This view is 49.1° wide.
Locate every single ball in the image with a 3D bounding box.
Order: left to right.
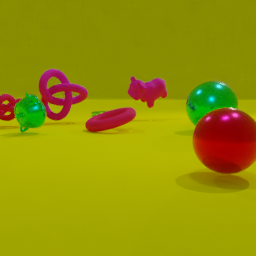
[{"bbox_3d":[2.128,-0.549,7.148,1.283,1.283,1.283,0,6,0],"label":"ball"},{"bbox_3d":[1.078,0.139,3.080,0.727,0.727,0.727,0,6,0],"label":"ball"}]

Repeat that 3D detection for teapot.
[{"bbox_3d":[-2.394,-0.387,6.746,0.819,1.317,0.645,43,39,19],"label":"teapot"}]

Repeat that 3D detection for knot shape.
[{"bbox_3d":[-3.607,-0.560,8.269,1.176,0.581,1.256,-20,-6,35],"label":"knot shape"},{"bbox_3d":[-2.333,-1.201,9.397,1.711,1.601,0.790,-30,32,1],"label":"knot shape"}]

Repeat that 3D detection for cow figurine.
[{"bbox_3d":[0.761,-1.499,10.599,1.599,1.574,0.878,-35,54,-14],"label":"cow figurine"}]

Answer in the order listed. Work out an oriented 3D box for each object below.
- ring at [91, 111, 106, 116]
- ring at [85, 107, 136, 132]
[{"bbox_3d":[-1.178,-0.675,13.139,1.097,0.219,1.097,0,6,0],"label":"ring"},{"bbox_3d":[-0.460,-0.239,7.476,1.407,0.281,1.407,-15,13,4],"label":"ring"}]
